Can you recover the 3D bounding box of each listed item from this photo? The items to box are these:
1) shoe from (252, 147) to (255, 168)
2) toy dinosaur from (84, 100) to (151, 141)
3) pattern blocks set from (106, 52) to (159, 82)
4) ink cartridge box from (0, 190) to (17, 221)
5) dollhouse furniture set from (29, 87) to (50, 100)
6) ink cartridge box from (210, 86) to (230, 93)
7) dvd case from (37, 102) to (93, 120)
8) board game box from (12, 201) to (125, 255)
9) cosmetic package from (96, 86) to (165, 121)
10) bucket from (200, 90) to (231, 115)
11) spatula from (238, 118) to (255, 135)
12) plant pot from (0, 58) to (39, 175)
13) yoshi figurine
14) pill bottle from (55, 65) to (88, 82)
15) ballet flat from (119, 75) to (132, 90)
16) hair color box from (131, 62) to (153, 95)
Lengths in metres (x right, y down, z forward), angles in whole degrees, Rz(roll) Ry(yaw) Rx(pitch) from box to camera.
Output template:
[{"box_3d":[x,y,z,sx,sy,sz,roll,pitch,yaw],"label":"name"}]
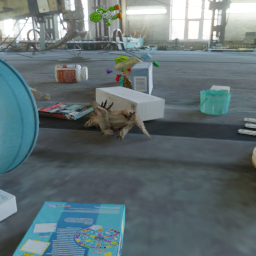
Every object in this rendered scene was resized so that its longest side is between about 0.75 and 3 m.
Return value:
[{"box_3d":[3.035,0.707,5.787,0.783,0.598,2.240,6,20,18],"label":"shoe"},{"box_3d":[-0.297,-0.265,8.273,2.203,0.946,1.493,11,10,9],"label":"toy dinosaur"},{"box_3d":[0.190,-3.360,15.464,2.954,0.239,2.597,-8,-17,24],"label":"pattern blocks set"},{"box_3d":[-2.654,1.412,4.150,0.866,0.341,1.741,12,21,31],"label":"ink cartridge box"},{"box_3d":[-4.827,-1.479,12.643,2.122,1.036,1.810,17,9,-30],"label":"dollhouse furniture set"},{"box_3d":[4.185,-1.618,12.795,0.789,0.475,1.086,8,22,21],"label":"ink cartridge box"},{"box_3d":[-2.410,-0.660,10.427,1.815,0.200,1.325,6,20,21],"label":"dvd case"},{"box_3d":[-0.723,1.579,3.558,1.252,0.389,1.659,1,19,4],"label":"board game box"},{"box_3d":[-0.023,-0.953,10.428,1.195,0.733,2.894,-12,22,-31],"label":"cosmetic package"},{"box_3d":[3.248,-0.982,10.516,1.150,0.748,1.150,0,18,0],"label":"bucket"},{"box_3d":[4.766,0.065,8.289,2.685,0.216,1.867,11,23,28],"label":"spatula"},{"box_3d":[-3.139,0.024,4.457,2.505,2.505,2.354,4,14,10],"label":"plant pot"},{"box_3d":[-0.550,-2.642,6.586,0.781,0.439,0.437,-9,-11,11],"label":"yoshi figurine"},{"box_3d":[-3.379,-3.274,16.801,1.828,1.026,1.026,0,19,-2],"label":"pill bottle"},{"box_3d":[-0.057,-2.288,14.674,0.707,0.663,1.955,18,16,-11],"label":"ballet flat"},{"box_3d":[0.722,-2.373,13.589,0.837,1.367,2.761,1,19,8],"label":"hair color box"}]
